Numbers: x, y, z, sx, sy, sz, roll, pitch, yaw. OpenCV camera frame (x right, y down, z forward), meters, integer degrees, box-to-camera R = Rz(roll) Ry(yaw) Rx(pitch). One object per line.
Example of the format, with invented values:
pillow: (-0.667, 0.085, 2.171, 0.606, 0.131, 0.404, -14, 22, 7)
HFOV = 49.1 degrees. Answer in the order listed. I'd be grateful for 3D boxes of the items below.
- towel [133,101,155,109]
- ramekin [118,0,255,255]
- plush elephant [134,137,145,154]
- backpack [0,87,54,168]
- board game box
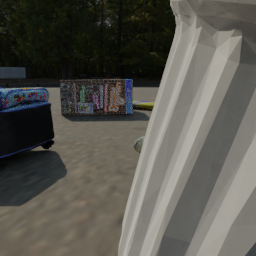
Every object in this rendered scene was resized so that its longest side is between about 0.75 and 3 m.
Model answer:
towel: (0.748, -1.062, 13.046, 2.386, 0.272, 1.714, 6, 12, 35)
ramekin: (0.943, 0.390, 0.754, 2.145, 0.999, 2.145, 21, 22, -9)
plush elephant: (0.637, 0.280, 2.585, 0.782, 0.949, 0.735, -27, 1, -24)
backpack: (-2.384, -0.097, 4.844, 1.762, 1.185, 1.609, 2, 11, 19)
board game box: (-1.236, -1.290, 11.261, 2.670, 1.293, 2.128, -2, 10, -6)
